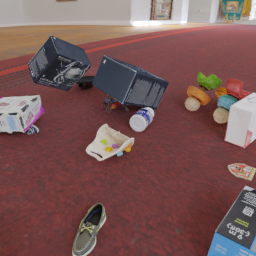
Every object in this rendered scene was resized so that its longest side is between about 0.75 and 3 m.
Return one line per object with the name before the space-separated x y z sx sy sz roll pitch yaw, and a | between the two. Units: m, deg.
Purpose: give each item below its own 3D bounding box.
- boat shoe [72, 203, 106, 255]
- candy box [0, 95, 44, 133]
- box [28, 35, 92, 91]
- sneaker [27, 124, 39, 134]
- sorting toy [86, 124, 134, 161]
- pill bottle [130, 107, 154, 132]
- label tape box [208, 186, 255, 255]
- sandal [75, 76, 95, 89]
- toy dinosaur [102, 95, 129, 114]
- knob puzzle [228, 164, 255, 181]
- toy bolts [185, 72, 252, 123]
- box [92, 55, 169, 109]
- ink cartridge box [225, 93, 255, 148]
boat shoe | -0.937 2.416 6.749 0.525 0.439 1.468 8 28 15
candy box | -5.352 -0.566 11.763 2.965 0.904 2.022 -3 27 10
box | -2.552 -2.353 10.492 1.619 1.592 1.004 8 48 -51
sneaker | -4.078 0.028 11.585 0.768 0.269 0.417 24 34 33
sorting toy | -0.733 0.664 9.941 1.330 0.789 1.477 -31 41 -33
pill bottle | 0.641 -0.415 11.934 0.739 0.739 1.235 12 29 22
label tape box | 2.927 2.628 5.794 2.070 0.955 2.889 20 32 33
sandal | -2.390 -2.680 16.590 1.066 0.678 2.835 3 15 7
toy dinosaur | -0.835 -1.362 13.166 0.972 1.851 1.680 -32 3 -14
knob puzzle | 3.691 1.354 9.159 0.916 0.127 0.916 0 27 0
toy bolts | 4.243 -1.127 13.064 2.590 1.880 2.711 33 0 -29
box | 0.175 -2.054 12.960 2.063 1.488 2.780 35 19 33
ink cartridge box | 4.926 -0.438 11.135 0.875 1.510 2.592 24 35 39
